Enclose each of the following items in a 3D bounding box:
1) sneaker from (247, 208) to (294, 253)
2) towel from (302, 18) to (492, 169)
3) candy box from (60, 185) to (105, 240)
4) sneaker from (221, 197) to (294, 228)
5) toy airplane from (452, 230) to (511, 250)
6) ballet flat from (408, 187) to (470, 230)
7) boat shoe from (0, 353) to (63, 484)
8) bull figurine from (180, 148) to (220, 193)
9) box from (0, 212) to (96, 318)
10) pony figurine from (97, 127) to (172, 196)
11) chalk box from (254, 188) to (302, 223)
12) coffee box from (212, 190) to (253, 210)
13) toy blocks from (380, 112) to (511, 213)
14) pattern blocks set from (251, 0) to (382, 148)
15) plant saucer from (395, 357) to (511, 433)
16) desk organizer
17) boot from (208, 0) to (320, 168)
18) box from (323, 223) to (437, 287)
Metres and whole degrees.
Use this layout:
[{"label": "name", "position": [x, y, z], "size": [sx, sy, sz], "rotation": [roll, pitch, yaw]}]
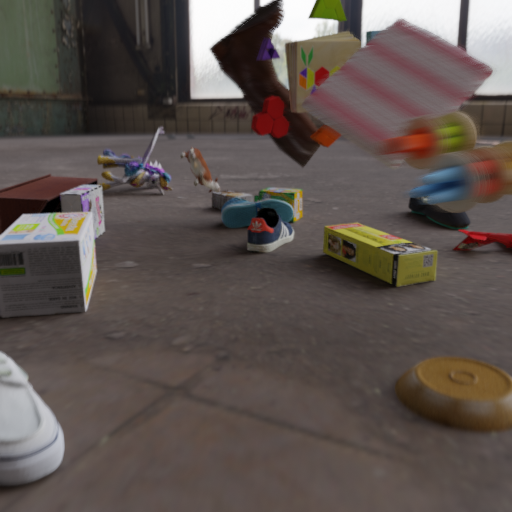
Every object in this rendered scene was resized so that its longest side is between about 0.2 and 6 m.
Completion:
[{"label": "sneaker", "position": [0.317, -0.601, 10.797], "size": [0.652, 0.735, 1.739], "rotation": [5, 16, 17]}, {"label": "towel", "position": [2.427, -2.823, 9.606], "size": [2.024, 0.414, 2.766], "rotation": [40, 73, 21]}, {"label": "candy box", "position": [-3.402, -0.819, 11.051], "size": [0.433, 1.015, 1.210], "rotation": [1, 16, 3]}, {"label": "sneaker", "position": [-0.032, -1.038, 12.574], "size": [1.617, 0.643, 1.055], "rotation": [-2, 17, -11]}, {"label": "toy airplane", "position": [4.608, -0.283, 10.348], "size": [1.965, 0.361, 1.965], "rotation": [0, 14, 0]}, {"label": "ballet flat", "position": [4.167, -1.200, 12.913], "size": [0.824, 0.824, 2.255], "rotation": [-3, 16, -10]}, {"label": "boat shoe", "position": [-2.309, 1.126, 4.602], "size": [2.078, 0.694, 0.764], "rotation": [13, 20, 39]}, {"label": "bull figurine", "position": [-0.966, -1.464, 9.706], "size": [0.297, 0.913, 0.554], "rotation": [-31, -1, 16]}, {"label": "box", "position": [-2.906, 0.041, 7.967], "size": [1.098, 0.990, 1.953], "rotation": [-3, 16, -11]}, {"label": "pony figurine", "position": [-3.586, -2.662, 17.038], "size": [2.312, 1.925, 2.232], "rotation": [3, 47, -1]}, {"label": "chalk box", "position": [0.450, -1.198, 13.037], "size": [1.127, 0.701, 0.697], "rotation": [5, 16, 21]}, {"label": "coffee box", "position": [-0.606, -1.385, 14.238], "size": [0.586, 0.409, 1.025], "rotation": [-12, 19, -36]}, {"label": "toy blocks", "position": [2.263, -1.174, 6.913], "size": [1.974, 0.717, 1.645], "rotation": [-16, 44, -38]}, {"label": "pattern blocks set", "position": [1.315, -3.544, 10.975], "size": [3.150, 2.768, 0.255], "rotation": [-5, 19, -34]}, {"label": "plant saucer", "position": [1.911, 1.214, 5.202], "size": [1.205, 0.213, 1.205], "rotation": [0, 16, 0]}, {"label": "desk organizer", "position": [-4.254, -0.956, 11.523], "size": [1.144, 1.066, 2.971], "rotation": [3, 16, 2]}, {"label": "boot", "position": [0.611, -3.408, 11.712], "size": [1.060, 3.299, 3.075], "rotation": [-40, 17, -12]}, {"label": "box", "position": [1.968, -0.069, 9.238], "size": [0.791, 0.527, 2.102], "rotation": [-7, 17, -23]}]
